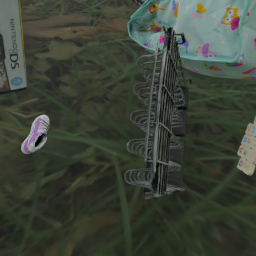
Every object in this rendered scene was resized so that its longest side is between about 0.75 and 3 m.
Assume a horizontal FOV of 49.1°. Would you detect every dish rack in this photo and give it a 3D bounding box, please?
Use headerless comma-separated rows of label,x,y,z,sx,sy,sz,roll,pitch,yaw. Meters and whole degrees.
dish rack,0.470,-0.025,4.096,0.761,2.788,2.139,3,81,16

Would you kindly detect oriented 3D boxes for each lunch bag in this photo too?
lunch bag,1.703,-2.038,6.168,2.410,1.725,2.829,1,12,-44

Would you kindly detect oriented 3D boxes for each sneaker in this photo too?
sneaker,-1.900,0.096,6.192,0.588,0.374,1.031,-20,44,40

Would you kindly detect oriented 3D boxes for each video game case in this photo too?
video game case,-2.642,-1.147,4.093,2.150,1.943,0.274,-16,56,-27

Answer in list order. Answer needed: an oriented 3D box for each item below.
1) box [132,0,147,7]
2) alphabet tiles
box,0.798,-3.640,7.264,0.517,1.694,2.138,-42,70,-10
alphabet tiles,2.451,0.293,5.424,0.088,1.207,1.181,17,7,0
